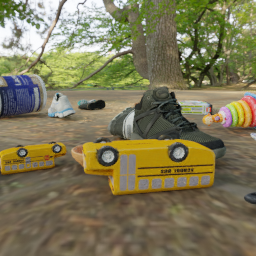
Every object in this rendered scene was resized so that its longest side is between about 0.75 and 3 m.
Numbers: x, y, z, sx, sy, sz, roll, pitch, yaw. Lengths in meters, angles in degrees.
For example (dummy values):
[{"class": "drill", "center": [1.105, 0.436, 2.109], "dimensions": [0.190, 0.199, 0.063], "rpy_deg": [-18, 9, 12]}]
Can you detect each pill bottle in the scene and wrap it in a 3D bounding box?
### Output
[{"class": "pill bottle", "center": [-5.056, -1.318, 11.653], "dimensions": [2.913, 1.685, 1.685], "rpy_deg": [-14, 17, -42]}]

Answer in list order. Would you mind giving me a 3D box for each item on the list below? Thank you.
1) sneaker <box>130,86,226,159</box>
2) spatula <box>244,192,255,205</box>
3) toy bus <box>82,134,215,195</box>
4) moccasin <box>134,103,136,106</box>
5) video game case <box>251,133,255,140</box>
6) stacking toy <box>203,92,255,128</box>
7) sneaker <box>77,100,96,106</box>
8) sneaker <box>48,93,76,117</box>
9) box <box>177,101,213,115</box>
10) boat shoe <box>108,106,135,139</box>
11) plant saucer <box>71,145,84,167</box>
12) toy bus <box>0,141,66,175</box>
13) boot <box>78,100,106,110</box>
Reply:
[{"class": "sneaker", "center": [0.876, -0.117, 5.634], "dimensions": [0.913, 1.369, 2.389], "rpy_deg": [-8, 14, -31]}, {"class": "spatula", "center": [2.253, 0.788, 3.588], "dimensions": [2.008, 0.206, 0.567], "rpy_deg": [-4, 10, -25]}, {"class": "toy bus", "center": [0.274, 0.491, 3.883], "dimensions": [1.759, 0.689, 0.572], "rpy_deg": [-2, 11, -12]}, {"class": "moccasin", "center": [0.975, -1.105, 14.085], "dimensions": [1.314, 0.507, 0.481], "rpy_deg": [2, 10, 14]}, {"class": "video game case", "center": [3.585, 0.274, 7.049], "dimensions": [0.733, 0.092, 1.024], "rpy_deg": [2, 9, 12]}, {"class": "stacking toy", "center": [3.140, -0.389, 8.531], "dimensions": [1.811, 1.051, 0.994], "rpy_deg": [-10, 23, -8]}, {"class": "sneaker", "center": [-2.452, -1.393, 16.416], "dimensions": [1.208, 0.469, 0.551], "rpy_deg": [-3, -7, -38]}, {"class": "sneaker", "center": [-2.752, -0.948, 11.315], "dimensions": [0.804, 0.929, 2.144], "rpy_deg": [-21, 12, -31]}, {"class": "box", "center": [3.197, -1.029, 13.763], "dimensions": [1.459, 0.460, 2.650], "rpy_deg": [1, 9, 7]}, {"class": "boat shoe", "center": [0.101, -0.263, 7.997], "dimensions": [0.761, 0.845, 2.391], "rpy_deg": [5, 12, 16]}, {"class": "plant saucer", "center": [-0.208, 0.488, 4.947], "dimensions": [1.549, 0.290, 1.549], "rpy_deg": [0, 5, 0]}, {"class": "toy bus", "center": [-1.596, 0.489, 4.756], "dimensions": [1.052, 0.412, 0.342], "rpy_deg": [-5, 9, -28]}, {"class": "boot", "center": [-1.934, -1.241, 15.090], "dimensions": [0.924, 0.517, 1.335], "rpy_deg": [1, 7, 38]}]
